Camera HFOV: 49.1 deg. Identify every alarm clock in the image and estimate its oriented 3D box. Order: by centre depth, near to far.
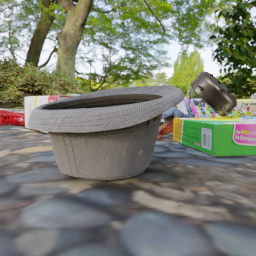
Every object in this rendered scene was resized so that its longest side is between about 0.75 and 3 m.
[{"bbox_3d":[2.270,-0.958,7.337,1.228,0.606,1.821,43,21,0],"label":"alarm clock"}]

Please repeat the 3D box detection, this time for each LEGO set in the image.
[{"bbox_3d":[3.988,-0.559,9.320,2.526,0.940,1.162,3,37,0],"label":"LEGO set"}]

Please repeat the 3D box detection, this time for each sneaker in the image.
[{"bbox_3d":[-4.696,-0.421,11.346,1.109,0.752,1.920,3,7,44],"label":"sneaker"}]

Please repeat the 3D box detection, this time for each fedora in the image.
[{"bbox_3d":[-0.236,0.056,4.021,2.053,1.048,2.321,0,14,22],"label":"fedora"}]

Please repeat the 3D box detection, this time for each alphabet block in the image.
[{"bbox_3d":[1.559,-1.046,13.081,1.528,1.564,1.536,2,4,-2],"label":"alphabet block"}]

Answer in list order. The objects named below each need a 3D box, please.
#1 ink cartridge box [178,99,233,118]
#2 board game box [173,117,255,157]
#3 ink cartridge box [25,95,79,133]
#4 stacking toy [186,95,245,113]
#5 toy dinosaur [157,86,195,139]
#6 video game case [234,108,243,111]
[{"bbox_3d":[3.112,-0.528,10.256,2.288,0.480,1.365,1,43,-12],"label":"ink cartridge box"},{"bbox_3d":[2.721,0.108,6.164,2.887,0.582,2.209,-1,5,-11],"label":"board game box"},{"bbox_3d":[-2.028,-0.496,9.438,2.065,1.187,2.845,-4,7,-38],"label":"ink cartridge box"},{"bbox_3d":[3.671,-0.874,11.567,1.798,0.560,2.384,-3,36,-11],"label":"stacking toy"},{"bbox_3d":[1.564,-0.055,8.539,2.254,2.483,1.304,19,-42,-18],"label":"toy dinosaur"},{"bbox_3d":[3.621,-0.644,13.273,2.578,0.646,2.844,-3,8,2],"label":"video game case"}]
